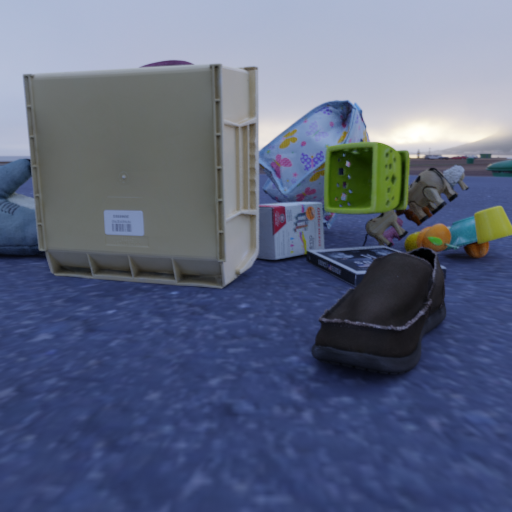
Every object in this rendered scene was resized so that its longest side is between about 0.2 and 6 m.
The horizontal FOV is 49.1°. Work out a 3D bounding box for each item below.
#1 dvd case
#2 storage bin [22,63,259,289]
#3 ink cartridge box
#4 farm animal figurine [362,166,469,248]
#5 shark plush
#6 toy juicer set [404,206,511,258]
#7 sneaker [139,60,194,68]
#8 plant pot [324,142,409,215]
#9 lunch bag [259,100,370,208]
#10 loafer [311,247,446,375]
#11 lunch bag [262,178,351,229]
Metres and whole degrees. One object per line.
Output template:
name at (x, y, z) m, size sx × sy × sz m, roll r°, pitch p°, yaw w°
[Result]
dvd case at (1.966, 0.145, 9.612) m, size 1.592 × 0.262 × 2.118 m, roll -3°, pitch 11°, yaw -15°
storage bin at (-1.747, -1.321, 9.022) m, size 3.322 × 3.298 × 1.557 m, roll 3°, pitch 13°, yaw 17°
ink cartridge box at (0.523, -0.522, 10.986) m, size 1.384 × 1.006 × 1.001 m, roll -10°, pitch 10°, yaw -41°
farm animal figurine at (3.069, -1.090, 11.206) m, size 1.939 × 1.011 × 1.918 m, roll -29°, pitch -11°, yaw -47°
shark plush at (-5.733, -0.579, 10.492) m, size 4.508 × 2.048 × 1.878 m, roll 0°, pitch 40°, yaw -27°
toy juicer set at (3.879, -0.253, 10.880) m, size 1.864 × 0.797 × 2.930 m, roll -17°, pitch -5°, yaw 18°
sneaker at (-2.520, -3.063, 11.035) m, size 3.481 × 1.304 × 1.568 m, roll -20°, pitch 43°, yaw 18°
plant pot at (2.038, -1.368, 10.056) m, size 1.119 × 1.233 × 1.227 m, roll -4°, pitch 7°, yaw -37°
lunch bag at (1.470, -2.133, 12.350) m, size 2.383 × 1.515 × 2.021 m, roll -39°, pitch -21°, yaw 5°
loafer at (1.363, 0.447, 5.986) m, size 1.017 × 0.994 × 2.786 m, roll 5°, pitch 12°, yaw 27°
lunch bag at (1.570, -2.078, 14.241) m, size 1.866 × 2.200 × 1.399 m, roll 29°, pitch 3°, yaw 20°
